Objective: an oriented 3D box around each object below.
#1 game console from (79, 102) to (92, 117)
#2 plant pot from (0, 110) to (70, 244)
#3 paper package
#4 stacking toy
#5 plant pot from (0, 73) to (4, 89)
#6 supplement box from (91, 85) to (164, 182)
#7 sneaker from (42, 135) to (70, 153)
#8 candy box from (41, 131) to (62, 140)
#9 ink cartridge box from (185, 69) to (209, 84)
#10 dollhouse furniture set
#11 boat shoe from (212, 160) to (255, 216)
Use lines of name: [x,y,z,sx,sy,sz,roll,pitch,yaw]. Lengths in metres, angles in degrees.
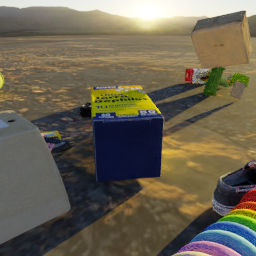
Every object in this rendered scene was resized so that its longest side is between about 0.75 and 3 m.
game console: [-0.720,-0.927,10.816,1.517,0.310,2.571,6,25,14]
plant pot: [-2.374,0.728,5.019,1.893,1.676,1.891,-19,29,-37]
paper package: [3.051,-2.794,9.082,1.619,1.543,0.837,1,48,35]
stacking toy: [1.553,1.599,3.855,1.199,1.199,2.808,16,21,34]
plant pot: [-6.149,-1.853,12.185,1.230,1.230,1.168,-4,36,-11]
supplement box: [-0.163,-0.036,7.073,1.480,1.489,2.720,-3,22,-8]
sneaker: [-2.152,0.381,7.375,1.224,0.502,0.429,-9,24,-21]
candy box: [-2.597,0.362,7.849,1.360,0.180,0.695,-9,22,-22]
ink cartridge box: [3.596,-2.695,14.538,1.213,0.705,0.408,1,23,3]
dollhouse furniture set: [4.119,-1.880,12.840,1.575,1.207,2.404,18,2,-10]
boat shoe: [2.582,1.005,5.527,2.239,0.759,0.803,-11,25,-25]
